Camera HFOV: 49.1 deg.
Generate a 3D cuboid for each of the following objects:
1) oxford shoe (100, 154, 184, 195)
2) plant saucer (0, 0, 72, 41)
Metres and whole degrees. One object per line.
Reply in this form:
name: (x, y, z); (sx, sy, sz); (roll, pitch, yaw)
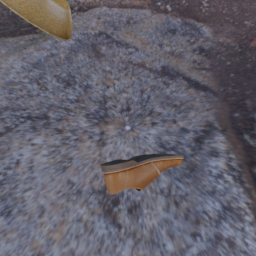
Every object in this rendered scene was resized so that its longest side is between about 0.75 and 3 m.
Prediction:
oxford shoe: (0.174, 0.443, 2.831); (0.950, 0.339, 0.339); (-9, 91, -29)
plant saucer: (-1.910, -2.656, 5.022); (0.454, 2.562, 2.562); (-43, 55, 17)
